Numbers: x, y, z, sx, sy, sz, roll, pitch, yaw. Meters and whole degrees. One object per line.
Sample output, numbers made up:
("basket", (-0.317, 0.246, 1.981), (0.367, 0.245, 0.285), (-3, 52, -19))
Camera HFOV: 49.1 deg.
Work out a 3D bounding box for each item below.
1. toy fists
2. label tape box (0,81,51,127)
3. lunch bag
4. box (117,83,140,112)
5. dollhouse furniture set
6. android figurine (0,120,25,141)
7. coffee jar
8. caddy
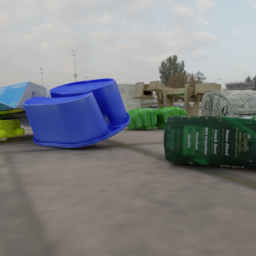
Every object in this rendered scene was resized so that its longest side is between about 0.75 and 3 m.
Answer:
("toy fists", (1.033, -0.364, 10.778), (2.572, 0.885, 1.311), (-3, -2, -20))
("label tape box", (-2.964, -0.663, 7.643), (1.885, 0.870, 2.631), (-3, -13, 31))
("lunch bag", (3.801, -0.611, 9.687), (2.119, 1.477, 1.778), (-2, 3, -14))
("box", (-0.115, -1.547, 16.887), (1.203, 2.209, 1.412), (3, 6, 37))
("dollhouse furniture set", (2.025, -1.137, 12.016), (2.496, 1.569, 2.822), (2, 1, -37))
("android figurine", (-3.873, 0.072, 7.146), (2.583, 0.530, 2.352), (1, 4, 21))
("coffee jar", (1.440, 0.197, 4.114), (1.731, 0.738, 0.903), (1, -3, 21))
("caddy", (-1.175, -0.249, 6.513), (2.537, 1.332, 1.793), (2, 26, 37))
